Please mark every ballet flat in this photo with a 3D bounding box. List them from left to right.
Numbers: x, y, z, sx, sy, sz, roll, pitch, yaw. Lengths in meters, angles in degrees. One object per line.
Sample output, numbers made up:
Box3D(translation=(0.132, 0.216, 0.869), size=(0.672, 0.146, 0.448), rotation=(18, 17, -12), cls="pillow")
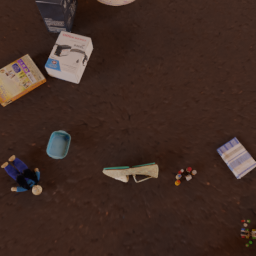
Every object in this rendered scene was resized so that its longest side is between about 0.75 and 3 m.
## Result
Box3D(translation=(0.107, 1.652, 10.045), size=(2.014, 0.679, 0.628), rotation=(-6, 82, -1), cls="ballet flat")

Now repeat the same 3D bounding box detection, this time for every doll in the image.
Box3D(translation=(-3.769, 1.800, 10.102), size=(1.674, 0.406, 1.142), rotation=(40, 67, 6), cls="doll")

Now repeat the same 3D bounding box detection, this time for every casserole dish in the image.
Box3D(translation=(-2.576, 0.654, 10.437), size=(0.748, 0.240, 1.235), rotation=(12, 52, -8), cls="casserole dish")

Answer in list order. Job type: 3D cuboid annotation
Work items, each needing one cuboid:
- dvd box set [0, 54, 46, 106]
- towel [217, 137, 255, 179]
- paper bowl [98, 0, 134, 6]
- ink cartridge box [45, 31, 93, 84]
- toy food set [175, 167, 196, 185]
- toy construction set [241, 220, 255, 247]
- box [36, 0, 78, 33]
Box3D(translation=(-4.603, -1.985, 11.521), size=(2.012, 0.296, 1.472), rotation=(-35, 74, -12), cls="dvd box set")
Box3D(translation=(4.086, 1.106, 10.488), size=(0.983, 0.159, 1.339), rotation=(-30, 73, -11), cls="towel")
Box3D(translation=(-0.529, -6.675, 12.609), size=(2.685, 1.397, 2.685), rotation=(0, 70, 0), cls="paper bowl")
Box3D(translation=(-2.406, -2.949, 11.606), size=(1.333, 0.769, 1.837), rotation=(16, 71, 6), cls="ink cartridge box")
Box3D(translation=(2.069, 1.695, 10.144), size=(0.893, 0.402, 0.426), rotation=(-26, 72, -9), cls="toy food set")
Box3D(translation=(4.177, 3.500, 9.511), size=(0.664, 0.612, 0.797), rotation=(-35, 59, 24), cls="toy construction set")
Box3D(translation=(-2.947, -5.337, 11.912), size=(1.070, 1.822, 1.792), rotation=(8, 70, 3), cls="box")
